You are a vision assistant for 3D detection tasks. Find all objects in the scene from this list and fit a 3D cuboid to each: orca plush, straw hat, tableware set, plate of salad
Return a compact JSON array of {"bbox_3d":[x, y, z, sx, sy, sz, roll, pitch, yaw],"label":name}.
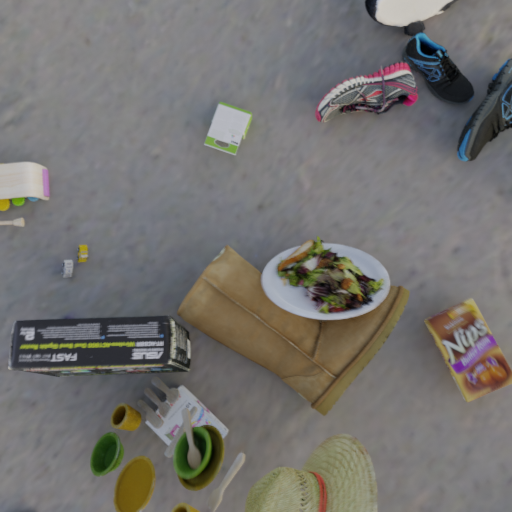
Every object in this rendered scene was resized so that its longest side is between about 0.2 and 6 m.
[{"bbox_3d":[3.467,-5.791,11.610,3.212,1.690,1.142,-35,52,-3],"label":"orca plush"},{"bbox_3d":[0.502,4.040,8.699,1.256,2.968,2.968,25,81,-14],"label":"straw hat"},{"bbox_3d":[-1.707,3.394,9.264,0.498,3.243,2.185,38,81,-38],"label":"tableware set"},{"bbox_3d":[1.244,0.314,10.087,2.300,2.300,0.552,-2,124,0],"label":"plate of salad"}]

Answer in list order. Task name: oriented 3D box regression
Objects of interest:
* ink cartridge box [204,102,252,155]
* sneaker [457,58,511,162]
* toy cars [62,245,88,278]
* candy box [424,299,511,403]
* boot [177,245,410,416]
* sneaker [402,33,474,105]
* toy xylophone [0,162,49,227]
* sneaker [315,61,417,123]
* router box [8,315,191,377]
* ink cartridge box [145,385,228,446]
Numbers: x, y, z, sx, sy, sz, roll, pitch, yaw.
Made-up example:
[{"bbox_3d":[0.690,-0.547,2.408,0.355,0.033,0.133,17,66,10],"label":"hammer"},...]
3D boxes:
[{"bbox_3d":[-0.579,-2.556,11.463,0.714,0.366,0.966,20,83,3],"label":"ink cartridge box"},{"bbox_3d":[4.916,-2.832,11.242,0.989,0.884,2.415,33,82,5],"label":"sneaker"},{"bbox_3d":[-3.558,0.127,11.044,0.778,0.349,0.172,-47,43,-6],"label":"toy cars"},{"bbox_3d":[3.998,1.769,10.547,0.982,0.475,1.682,-27,74,8],"label":"candy box"},{"bbox_3d":[0.659,0.918,10.364,3.394,1.123,2.973,36,94,6],"label":"boot"},{"bbox_3d":[3.754,-3.809,11.474,1.782,0.730,0.652,42,83,5],"label":"sneaker"},{"bbox_3d":[-5.171,-1.232,11.184,1.972,0.496,1.444,2,81,0],"label":"toy xylophone"},{"bbox_3d":[2.231,-3.182,11.304,2.193,0.884,0.819,-22,84,-4],"label":"sneaker"},{"bbox_3d":[-2.618,1.631,9.890,2.664,1.997,0.828,-3,75,2],"label":"router box"},{"bbox_3d":[-1.291,3.184,10.467,1.271,0.538,0.919,43,84,7],"label":"ink cartridge box"}]
